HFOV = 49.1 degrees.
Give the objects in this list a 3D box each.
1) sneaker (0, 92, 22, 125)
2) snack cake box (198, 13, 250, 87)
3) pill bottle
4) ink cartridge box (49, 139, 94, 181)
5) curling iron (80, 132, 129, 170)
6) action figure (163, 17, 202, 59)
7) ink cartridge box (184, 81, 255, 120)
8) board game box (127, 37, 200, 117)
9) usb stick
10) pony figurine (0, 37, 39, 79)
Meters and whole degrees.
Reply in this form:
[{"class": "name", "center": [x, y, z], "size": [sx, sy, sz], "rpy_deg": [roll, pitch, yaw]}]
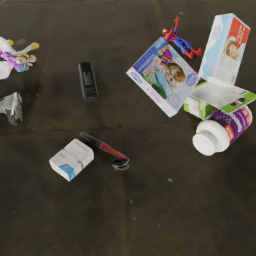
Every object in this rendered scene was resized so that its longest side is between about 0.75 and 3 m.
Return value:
[{"class": "sneaker", "center": [-4.791, -0.636, 10.979], "size": [1.106, 0.719, 1.916], "rpy_deg": [-14, 39, -6]}, {"class": "snack cake box", "center": [3.506, -2.764, 10.195], "size": [1.301, 2.263, 0.760], "rpy_deg": [14, 4, -38]}, {"class": "pill bottle", "center": [3.314, -0.005, 9.926], "size": [1.246, 1.246, 2.217], "rpy_deg": [36, 57, 28]}, {"class": "ink cartridge box", "center": [-1.876, 1.059, 9.455], "size": [0.875, 0.513, 1.195], "rpy_deg": [31, 53, 24]}, {"class": "curling iron", "center": [-0.894, 0.739, 9.898], "size": [2.341, 0.299, 0.580], "rpy_deg": [35, 57, 28]}, {"class": "action figure", "center": [2.656, -4.728, 14.326], "size": [0.851, 1.291, 2.608], "rpy_deg": [-26, 50, -22]}, {"class": "ink cartridge box", "center": [3.499, -0.953, 10.689], "size": [1.685, 0.864, 2.280], "rpy_deg": [-27, 38, -22]}, {"class": "board game box", "center": [1.386, -1.924, 10.273], "size": [2.231, 0.460, 2.236], "rpy_deg": [44, 56, -9]}, {"class": "usb stick", "center": [-1.775, -2.085, 12.419], "size": [0.721, 0.424, 2.600], "rpy_deg": [-4, 47, -13]}, {"class": "pony figurine", "center": [-5.379, -3.332, 12.820], "size": [2.371, 2.045, 2.456], "rpy_deg": [5, 32, -8]}]
